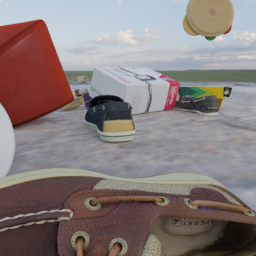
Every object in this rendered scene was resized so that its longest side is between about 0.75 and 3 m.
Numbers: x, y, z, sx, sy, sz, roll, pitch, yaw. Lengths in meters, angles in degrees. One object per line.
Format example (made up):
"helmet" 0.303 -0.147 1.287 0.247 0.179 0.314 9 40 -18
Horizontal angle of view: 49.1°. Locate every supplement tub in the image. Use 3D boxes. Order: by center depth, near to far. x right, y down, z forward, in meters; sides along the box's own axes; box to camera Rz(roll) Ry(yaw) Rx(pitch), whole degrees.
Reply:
"supplement tub" -2.245 0.024 3.397 1.374 1.374 2.083 -6 13 -30

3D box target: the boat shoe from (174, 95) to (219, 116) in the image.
"boat shoe" 2.397 -0.913 9.943 0.792 0.675 2.368 -4 12 -21

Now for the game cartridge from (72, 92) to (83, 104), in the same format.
"game cartridge" -3.527 -1.435 13.248 2.752 0.446 2.426 -1 11 -9

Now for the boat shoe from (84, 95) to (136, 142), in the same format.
"boat shoe" -0.480 -0.364 6.679 1.050 0.876 2.816 -5 11 -14

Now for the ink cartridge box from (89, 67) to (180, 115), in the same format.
"ink cartridge box" 0.236 -1.391 10.018 2.629 1.096 1.909 -9 32 -40

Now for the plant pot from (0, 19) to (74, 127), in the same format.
"plant pot" -3.227 -1.227 7.292 2.337 2.335 2.059 5 37 30

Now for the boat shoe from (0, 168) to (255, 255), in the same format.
"boat shoe" -0.086 0.700 1.556 2.205 0.795 0.794 2 8 -25

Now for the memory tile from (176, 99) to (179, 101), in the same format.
"memory tile" 2.797 -1.203 12.867 1.596 0.134 1.223 9 14 42

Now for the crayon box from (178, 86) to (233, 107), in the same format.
"crayon box" 3.003 -1.222 10.980 1.957 0.497 1.242 3 -10 15

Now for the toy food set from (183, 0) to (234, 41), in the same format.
"toy food set" 1.860 -2.568 6.350 1.125 1.137 0.277 15 -2 -1

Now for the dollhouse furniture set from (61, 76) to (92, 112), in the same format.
"dollhouse furniture set" -2.368 -1.216 10.800 1.185 1.323 1.669 -11 7 31
